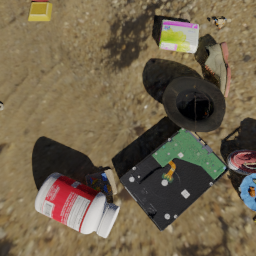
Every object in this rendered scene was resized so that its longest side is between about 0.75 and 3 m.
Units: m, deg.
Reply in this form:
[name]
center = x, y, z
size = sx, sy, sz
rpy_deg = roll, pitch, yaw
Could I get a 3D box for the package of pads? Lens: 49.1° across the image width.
[package of pads]
center = 1.966, -3.521, 10.810
size = 1.471, 0.502, 1.136
rpy_deg = 8, 68, 3

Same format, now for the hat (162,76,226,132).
[hat]
center = 2.122, -0.708, 9.487
size = 2.212, 0.892, 2.212
rpy_deg = 4, 73, -11

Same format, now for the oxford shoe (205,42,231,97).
[oxford shoe]
center = 3.233, -2.092, 10.167
size = 0.848, 0.814, 2.298
rpy_deg = -3, 60, 12

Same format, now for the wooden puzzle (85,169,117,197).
[wooden puzzle]
center = -0.851, 1.776, 8.842
size = 0.880, 0.204, 0.815
rpy_deg = -14, 68, -6

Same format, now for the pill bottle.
[pill bottle]
center = -1.426, 2.256, 8.096
size = 2.202, 1.236, 1.236
rpy_deg = 23, 70, 8

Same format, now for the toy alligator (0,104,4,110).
[toy alligator]
center = -5.054, -0.062, 9.358
size = 0.670, 0.613, 2.260
rpy_deg = 29, 71, 11

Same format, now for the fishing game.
[fishing game]
center = 4.015, 1.904, 8.332
size = 1.320, 0.287, 1.843
rpy_deg = -7, 89, 22

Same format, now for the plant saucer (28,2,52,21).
[plant saucer]
center = -3.626, -4.823, 11.487
size = 0.928, 0.225, 0.928
rpy_deg = 0, 68, -1

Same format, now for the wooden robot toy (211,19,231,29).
[wooden robot toy]
center = 3.717, -4.179, 11.251
size = 0.787, 0.347, 0.357
rpy_deg = -5, 103, -2

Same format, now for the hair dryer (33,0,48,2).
[hair dryer]
center = -3.379, -5.867, 11.649
size = 2.249, 0.611, 1.713
rpy_deg = -23, 48, 1

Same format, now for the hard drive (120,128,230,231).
[hard drive]
center = 1.443, 1.484, 8.775
size = 2.876, 0.544, 2.009
rpy_deg = -39, 73, -14

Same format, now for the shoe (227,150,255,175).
[shoe]
center = 4.371, 1.025, 8.678
size = 2.329, 1.060, 0.832
rpy_deg = 9, 68, 3
